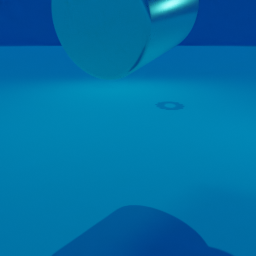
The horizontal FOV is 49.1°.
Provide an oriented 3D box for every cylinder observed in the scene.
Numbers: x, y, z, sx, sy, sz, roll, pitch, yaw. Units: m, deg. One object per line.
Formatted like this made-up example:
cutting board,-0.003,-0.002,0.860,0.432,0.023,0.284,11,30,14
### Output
cylinder,0.000,-1.499,3.586,1.392,1.392,1.392,12,35,32
